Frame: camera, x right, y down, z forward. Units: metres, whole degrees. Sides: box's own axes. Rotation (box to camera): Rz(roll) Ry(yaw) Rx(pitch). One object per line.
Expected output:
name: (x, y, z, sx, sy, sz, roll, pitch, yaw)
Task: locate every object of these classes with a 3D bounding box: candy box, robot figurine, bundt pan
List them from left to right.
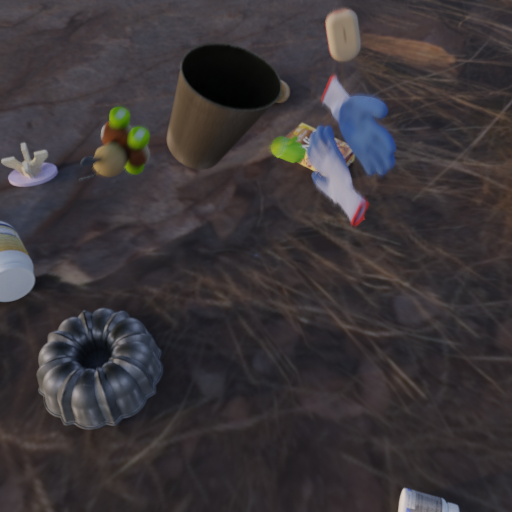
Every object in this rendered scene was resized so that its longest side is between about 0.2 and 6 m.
bundt pan: (-2.608, 1.709, 9.173, 2.082, 0.781, 2.082, 0, 50, 0)
robot figurine: (0.574, -1.952, 10.287, 0.659, 0.578, 0.381, 19, 69, -14)
candy box: (1.416, -2.429, 12.961, 1.524, 0.421, 0.880, 32, 57, 24)

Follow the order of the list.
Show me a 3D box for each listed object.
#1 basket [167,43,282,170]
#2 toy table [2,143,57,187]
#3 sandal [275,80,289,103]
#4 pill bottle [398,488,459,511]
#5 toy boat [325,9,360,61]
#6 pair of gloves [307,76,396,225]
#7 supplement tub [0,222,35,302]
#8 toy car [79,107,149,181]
basket: (-0.788, -2.531, 9.952, 1.811, 2.009, 1.366, -6, 69, -29)
toy table: (-5.053, -2.007, 12.486, 1.043, 0.611, 0.959, -24, 53, -18)
sandal: (0.061, -4.749, 14.937, 2.298, 0.843, 0.756, 39, 28, 20)
pill bottle: (2.398, 3.556, 7.806, 0.750, 0.427, 0.427, 12, 50, 11)
toy boat: (1.591, -4.090, 10.384, 0.587, 0.899, 0.587, -11, 28, 5)
pair of gloves: (1.271, -1.470, 7.743, 0.226, 1.986, 1.597, -18, 63, -24)
supplement tub: (-4.750, 0.103, 10.409, 0.978, 0.978, 1.355, -27, 54, -21)
toy car: (-1.862, -1.275, 7.022, 0.708, 0.737, 0.897, 45, 60, 8)
